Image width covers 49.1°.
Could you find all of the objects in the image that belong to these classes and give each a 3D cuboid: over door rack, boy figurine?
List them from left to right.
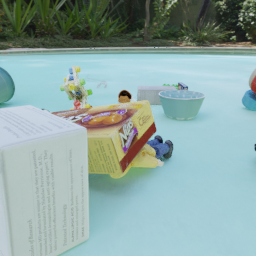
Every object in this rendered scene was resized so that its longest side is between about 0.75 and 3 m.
[{"bbox_3d":[-1.825,-2.593,15.991,1.265,0.421,0.935,19,17,-9],"label":"over door rack"},{"bbox_3d":[0.276,0.625,6.120,1.713,0.552,1.065,-19,32,-41],"label":"boy figurine"}]

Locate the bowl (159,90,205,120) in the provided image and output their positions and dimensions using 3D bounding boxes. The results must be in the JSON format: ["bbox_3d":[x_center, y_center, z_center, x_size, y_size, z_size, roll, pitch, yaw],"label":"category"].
[{"bbox_3d":[1.900,-0.805,9.993,1.630,0.853,1.630,-1,18,0],"label":"bowl"}]

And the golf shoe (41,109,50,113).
[{"bbox_3d":[-2.875,-0.204,8.915,0.655,0.539,1.387,28,28,19],"label":"golf shoe"}]

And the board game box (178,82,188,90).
[{"bbox_3d":[2.427,-1.577,12.509,0.195,0.763,1.126,0,17,-3],"label":"board game box"}]

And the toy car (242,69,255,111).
[{"bbox_3d":[5.963,-1.195,9.864,2.462,2.566,2.783,-6,48,-18],"label":"toy car"}]

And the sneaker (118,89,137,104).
[{"bbox_3d":[0.009,-1.142,11.030,0.749,0.870,2.056,0,16,4],"label":"sneaker"}]

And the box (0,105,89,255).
[{"bbox_3d":[-1.488,0.696,3.991,1.129,1.727,1.718,-13,23,-40],"label":"box"}]

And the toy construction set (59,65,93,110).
[{"bbox_3d":[-1.554,-0.662,8.195,0.974,1.386,2.115,-2,52,16],"label":"toy construction set"}]

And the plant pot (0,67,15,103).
[{"bbox_3d":[-5.714,-1.509,11.185,1.679,1.679,1.644,2,26,7],"label":"plant pot"}]

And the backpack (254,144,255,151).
[{"bbox_3d":[3.720,0.060,5.573,1.504,1.998,1.774,26,24,12],"label":"backpack"}]

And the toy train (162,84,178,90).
[{"bbox_3d":[2.516,-2.227,15.316,1.356,0.283,0.383,7,29,21],"label":"toy train"}]

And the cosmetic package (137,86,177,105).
[{"bbox_3d":[1.236,-1.429,12.151,1.684,0.759,0.900,4,19,2],"label":"cosmetic package"}]

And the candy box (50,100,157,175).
[{"bbox_3d":[-1.017,0.184,5.837,2.810,0.793,1.639,-2,25,31],"label":"candy box"}]
